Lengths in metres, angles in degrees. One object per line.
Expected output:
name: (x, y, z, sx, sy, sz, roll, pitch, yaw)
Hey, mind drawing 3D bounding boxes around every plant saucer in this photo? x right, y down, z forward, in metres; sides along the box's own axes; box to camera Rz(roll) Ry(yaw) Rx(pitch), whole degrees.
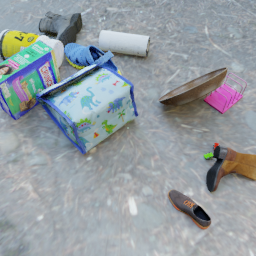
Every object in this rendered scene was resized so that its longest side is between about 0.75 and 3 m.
plant saucer: (2.351, -1.375, 10.024, 2.657, 2.657, 0.486, -29, 98, -20)

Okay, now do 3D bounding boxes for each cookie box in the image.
cookie box: (-3.666, -1.732, 10.208, 0.876, 1.994, 2.331, 35, 62, 19)

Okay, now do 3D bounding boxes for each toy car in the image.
toy car: (2.871, 0.895, 9.418, 0.716, 0.170, 0.761, -15, 55, -10)

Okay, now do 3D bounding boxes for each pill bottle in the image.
pill bottle: (-4.023, -3.246, 11.698, 2.406, 1.375, 1.375, 12, 55, 9)

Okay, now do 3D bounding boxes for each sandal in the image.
sandal: (-1.480, -2.937, 11.565, 2.888, 1.257, 1.148, 29, 61, 21)

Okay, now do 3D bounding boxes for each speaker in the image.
speaker: (-0.171, -3.729, 12.351, 2.185, 0.887, 0.887, 10, 54, 8)

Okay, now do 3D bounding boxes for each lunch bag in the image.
lunch bag: (-1.532, -1.027, 9.878, 2.543, 1.906, 2.991, -34, 48, -21)

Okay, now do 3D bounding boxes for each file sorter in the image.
file sorter: (3.734, -1.376, 10.670, 1.309, 0.821, 0.910, -36, 61, -23)

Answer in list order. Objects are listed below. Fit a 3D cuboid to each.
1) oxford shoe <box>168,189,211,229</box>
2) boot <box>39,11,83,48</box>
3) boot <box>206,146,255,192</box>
oxford shoe: (1.813, 2.264, 8.182, 1.497, 0.543, 0.533, 36, 62, 23)
boot: (-3.315, -4.495, 13.000, 1.832, 0.971, 2.782, 5, 43, 7)
boot: (3.327, 1.408, 8.813, 1.581, 0.541, 1.489, 15, 82, -14)
